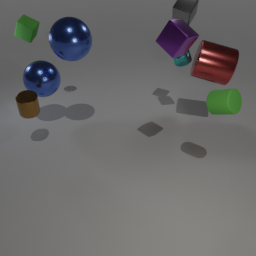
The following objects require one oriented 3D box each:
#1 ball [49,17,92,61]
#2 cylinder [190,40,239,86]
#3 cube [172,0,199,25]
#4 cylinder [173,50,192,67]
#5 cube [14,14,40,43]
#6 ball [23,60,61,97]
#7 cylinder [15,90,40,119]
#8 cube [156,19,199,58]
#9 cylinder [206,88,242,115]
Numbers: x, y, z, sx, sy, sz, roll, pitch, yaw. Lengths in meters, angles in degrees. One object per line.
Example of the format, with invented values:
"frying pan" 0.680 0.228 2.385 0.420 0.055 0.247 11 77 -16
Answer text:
"ball" -1.878 -2.904 9.190 1.400 1.400 1.400 0 33 0
"cylinder" 3.264 -2.479 10.672 1.400 1.400 1.400 17 34 3
"cube" 2.093 -4.329 10.300 0.700 0.700 0.700 28 76 14
"cylinder" 2.115 -2.918 11.119 0.700 0.700 0.700 -6 69 -9
"cube" -4.148 -4.078 11.513 0.700 0.700 0.700 23 43 -13
"ball" -3.316 -1.894 10.804 1.400 1.400 1.400 0 33 0
"cylinder" -3.367 -0.796 9.445 0.700 0.700 0.700 4 46 -4
"cube" 1.315 -2.394 7.479 0.700 0.700 0.700 48 40 13
"cylinder" 2.678 -0.727 7.816 0.700 0.700 0.700 -27 18 -35
